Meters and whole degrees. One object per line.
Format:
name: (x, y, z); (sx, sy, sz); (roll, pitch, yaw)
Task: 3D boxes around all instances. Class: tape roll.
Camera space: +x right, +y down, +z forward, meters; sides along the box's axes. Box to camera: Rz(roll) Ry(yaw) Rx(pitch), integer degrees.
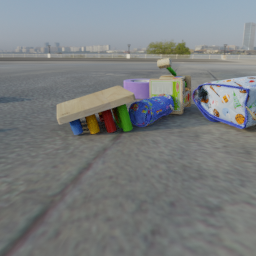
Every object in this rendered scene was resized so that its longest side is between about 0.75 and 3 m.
tape roll: (0.698, -1.976, 13.940); (1.832, 0.778, 1.832); (0, 17, 0)

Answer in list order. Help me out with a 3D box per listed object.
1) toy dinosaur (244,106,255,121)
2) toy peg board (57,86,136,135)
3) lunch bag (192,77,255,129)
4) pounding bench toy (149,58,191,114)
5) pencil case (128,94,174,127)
toy dinosaur: (3.808, -0.131, 7.463); (1.787, 0.424, 0.787); (23, -2, -42)
toy peg board: (-0.921, -0.368, 8.323); (2.110, 1.036, 2.119); (-19, 18, -9)
lunch bag: (3.531, -0.914, 8.897); (2.018, 1.470, 2.374); (-10, 20, -24)
pounding bench toy: (1.620, -1.648, 10.390); (1.208, 1.945, 1.517); (4, 18, 25)
pencil case: (0.825, -0.606, 9.058); (0.872, 0.783, 2.008); (17, 22, 27)
